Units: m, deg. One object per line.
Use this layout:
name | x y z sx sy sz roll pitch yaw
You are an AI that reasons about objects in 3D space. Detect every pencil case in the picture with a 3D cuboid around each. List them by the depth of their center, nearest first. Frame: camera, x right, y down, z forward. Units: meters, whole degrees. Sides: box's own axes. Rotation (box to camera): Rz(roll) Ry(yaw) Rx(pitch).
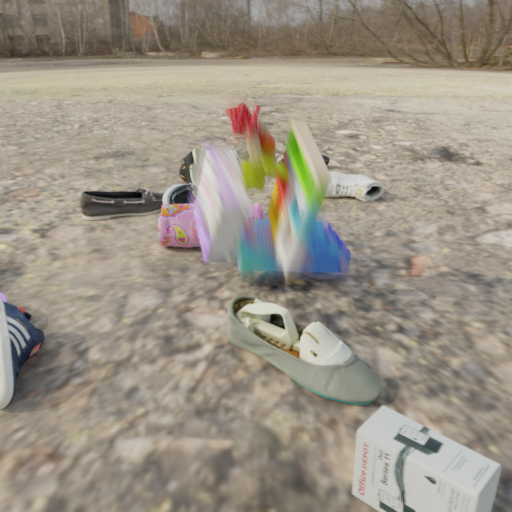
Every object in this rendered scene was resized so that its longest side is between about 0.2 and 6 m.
pencil case | -0.916 -0.625 11.714 2.225 0.973 0.973 -1 24 -5

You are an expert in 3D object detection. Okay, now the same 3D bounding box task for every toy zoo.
toy zoo | 0.571 -0.786 8.749 0.222 2.169 1.423 1 45 -16

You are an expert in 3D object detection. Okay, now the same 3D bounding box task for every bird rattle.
bird rattle | -0.004 -1.703 8.666 0.739 1.311 1.069 -20 5 20

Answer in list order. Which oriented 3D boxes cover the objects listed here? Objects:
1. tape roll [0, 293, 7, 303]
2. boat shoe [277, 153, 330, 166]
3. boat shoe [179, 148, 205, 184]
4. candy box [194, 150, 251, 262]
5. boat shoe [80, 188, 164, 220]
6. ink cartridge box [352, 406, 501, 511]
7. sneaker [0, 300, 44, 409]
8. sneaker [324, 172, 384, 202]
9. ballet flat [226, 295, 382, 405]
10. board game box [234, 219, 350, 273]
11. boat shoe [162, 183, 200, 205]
tape roll | -4.524 0.985 8.652 1.309 0.429 1.309 0 23 0
boat shoe | 1.504 -2.772 17.201 1.759 0.639 0.552 -5 67 -23
boat shoe | -1.750 -2.276 15.739 0.677 0.791 2.161 -35 31 16
candy box | -0.627 -0.845 9.663 0.542 1.515 1.271 -1 51 -18
boat shoe | -3.097 -1.362 13.615 2.317 0.660 0.774 -12 27 -24
ink cartridge box | 1.583 2.169 5.405 1.247 0.914 0.518 20 32 40
sneaker | -3.302 1.314 7.700 0.809 0.718 1.915 26 22 -39
sneaker | 2.425 -1.776 14.560 1.794 0.661 1.037 -8 22 -20
ballet flat | 0.552 1.196 7.689 2.557 0.814 0.862 20 33 37
board game box | 0.555 -0.210 10.340 1.978 0.445 1.504 1 25 -12
boat shoe | -1.490 -1.486 13.916 0.614 0.664 1.797 3 11 41
